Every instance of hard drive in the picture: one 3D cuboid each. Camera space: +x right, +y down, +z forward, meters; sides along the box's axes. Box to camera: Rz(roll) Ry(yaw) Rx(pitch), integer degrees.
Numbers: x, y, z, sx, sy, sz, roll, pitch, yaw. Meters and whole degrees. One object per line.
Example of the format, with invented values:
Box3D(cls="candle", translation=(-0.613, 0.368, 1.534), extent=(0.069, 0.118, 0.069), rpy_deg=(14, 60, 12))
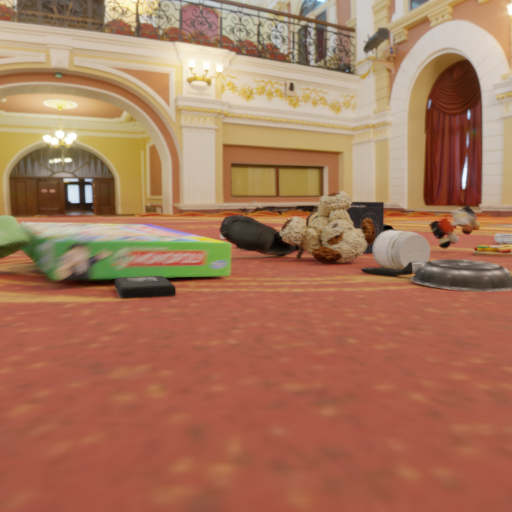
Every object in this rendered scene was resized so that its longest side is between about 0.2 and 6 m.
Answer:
Box3D(cls="hard drive", translation=(-1.340, 0.367, 6.676), extent=(0.620, 0.146, 0.888), rpy_deg=(-2, 5, -18))

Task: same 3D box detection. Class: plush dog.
Box3D(cls="plush dog", translation=(1.407, -0.279, 10.186), extent=(1.557, 1.249, 1.337), rpy_deg=(-31, 31, -16))

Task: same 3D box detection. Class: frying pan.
Box3D(cls="frying pan", translation=(2.566, 0.209, 7.742), extent=(1.320, 0.355, 2.182), rpy_deg=(-1, 9, -20))

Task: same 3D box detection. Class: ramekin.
Box3D(cls="ramekin", translation=(-3.880, -0.241, 8.263), extent=(0.895, 0.437, 0.895), rpy_deg=(-25, -2, -1))

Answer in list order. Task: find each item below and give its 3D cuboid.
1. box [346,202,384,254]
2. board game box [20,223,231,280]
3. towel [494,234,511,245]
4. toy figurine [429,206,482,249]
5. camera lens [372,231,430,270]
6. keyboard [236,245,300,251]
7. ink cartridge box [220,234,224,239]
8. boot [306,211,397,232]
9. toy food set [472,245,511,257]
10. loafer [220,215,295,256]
Box3D(cls="box", translation=(2.100, -0.608, 12.054), extent=(1.133, 1.114, 0.702), rpy_deg=(-1, 5, -17))
Box3D(cls="board game box", translation=(-2.247, -0.150, 8.821), extent=(2.412, 0.522, 3.584), rpy_deg=(-1, 7, -29))
Box3D(cls="towel", translation=(7.622, -0.388, 14.314), extent=(2.491, 0.296, 1.829), rpy_deg=(2, 3, 0))
Box3D(cls="toy figurine", translation=(4.383, -0.621, 12.295), extent=(0.914, 0.646, 0.928), rpy_deg=(-32, -11, 35))
Box3D(cls="camera lens", translation=(2.282, -0.076, 8.889), extent=(0.631, 0.631, 0.789), rpy_deg=(-2, 6, -20))
Box3D(cls="keyboard", translation=(1.289, -0.487, 13.428), extent=(3.373, 0.668, 1.756), rpy_deg=(-3, 6, -17))
Box3D(cls="ink cartridge box", translation=(-0.536, -0.706, 17.116), extent=(0.938, 0.393, 0.680), rpy_deg=(3, 6, 31))
Box3D(cls="boot", translation=(2.751, -0.819, 16.065), extent=(2.411, 0.934, 1.667), rpy_deg=(-6, 13, -41))
Box3D(cls="toy food set", translation=(4.945, -0.112, 11.569), extent=(0.895, 0.218, 0.886), rpy_deg=(2, 6, 16))
Box3D(cls="loafer", translation=(0.063, -0.372, 10.766), extent=(1.768, 0.600, 0.621), rpy_deg=(18, 0, -44))
